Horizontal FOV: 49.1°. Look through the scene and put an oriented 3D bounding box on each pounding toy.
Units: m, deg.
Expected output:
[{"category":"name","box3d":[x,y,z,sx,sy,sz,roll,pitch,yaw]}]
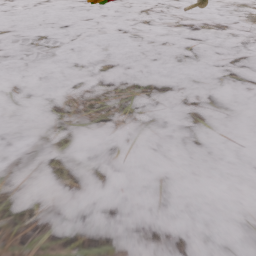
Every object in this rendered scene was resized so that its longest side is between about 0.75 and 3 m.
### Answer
[{"category":"pounding toy","box3d":[2.605,-4.039,8.309,0.763,1.645,1.270,44,50,3]}]

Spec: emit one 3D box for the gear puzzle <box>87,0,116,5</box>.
[{"category":"gear puzzle","box3d":[-0.246,-2.727,5.716,0.993,0.251,1.917,-14,23,25]}]
